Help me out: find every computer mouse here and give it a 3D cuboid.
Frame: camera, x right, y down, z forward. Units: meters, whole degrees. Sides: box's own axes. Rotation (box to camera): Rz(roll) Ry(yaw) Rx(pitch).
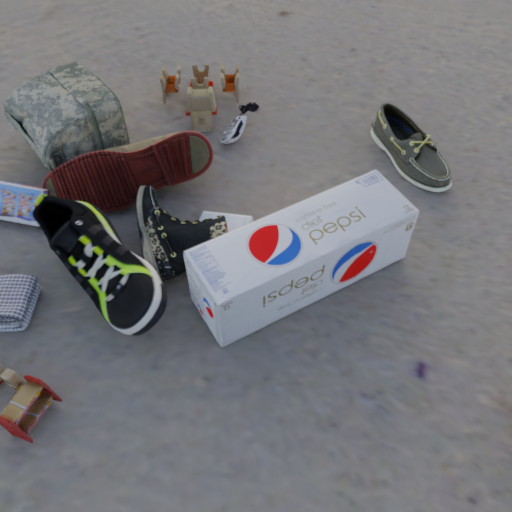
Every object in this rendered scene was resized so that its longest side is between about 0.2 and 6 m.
[{"bbox_3d":[-0.428,-3.225,13.825,0.750,0.300,1.368,3,58,52],"label":"computer mouse"}]

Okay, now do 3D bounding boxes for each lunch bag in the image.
[{"bbox_3d":[-4.413,-3.118,12.933,2.077,1.725,2.476,-29,56,-25],"label":"lunch bag"}]

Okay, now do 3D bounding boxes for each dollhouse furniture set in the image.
[{"bbox_3d":[-1.423,-4.106,14.443,2.007,1.034,1.985,-2,39,-2],"label":"dollhouse furniture set"},{"bbox_3d":[-4.125,2.378,9.287,1.552,0.631,0.835,9,50,30],"label":"dollhouse furniture set"}]

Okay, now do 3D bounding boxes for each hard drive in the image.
[{"bbox_3d":[-0.708,-0.580,11.723,1.132,0.151,0.747,7,54,21],"label":"hard drive"}]

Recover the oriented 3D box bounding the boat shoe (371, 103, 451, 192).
[{"bbox_3d":[3.618,-2.558,13.080,0.963,0.806,2.695,-21,54,-16],"label":"boat shoe"}]

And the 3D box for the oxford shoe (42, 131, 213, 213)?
[{"bbox_3d":[-2.793,-1.867,12.513,3.750,1.321,1.403,-13,18,-3],"label":"oxford shoe"}]

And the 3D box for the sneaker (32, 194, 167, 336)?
[{"bbox_3d":[-3.088,0.091,10.223,3.644,1.509,1.307,42,98,33],"label":"sneaker"}]

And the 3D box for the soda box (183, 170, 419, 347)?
[{"bbox_3d":[0.881,-0.027,10.582,4.295,1.463,1.367,-24,55,-18],"label":"soda box"}]

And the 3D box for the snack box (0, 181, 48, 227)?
[{"bbox_3d":[-5.590,-1.209,12.023,2.248,0.808,0.273,10,7,8],"label":"snack box"}]

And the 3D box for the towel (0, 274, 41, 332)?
[{"bbox_3d":[-4.807,0.850,10.464,1.275,0.546,1.056,0,50,0],"label":"towel"}]

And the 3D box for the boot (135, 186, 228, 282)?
[{"bbox_3d":[-1.470,-0.590,11.348,1.746,0.834,2.312,-14,58,-1],"label":"boot"}]
